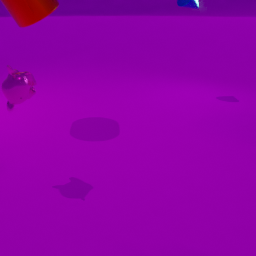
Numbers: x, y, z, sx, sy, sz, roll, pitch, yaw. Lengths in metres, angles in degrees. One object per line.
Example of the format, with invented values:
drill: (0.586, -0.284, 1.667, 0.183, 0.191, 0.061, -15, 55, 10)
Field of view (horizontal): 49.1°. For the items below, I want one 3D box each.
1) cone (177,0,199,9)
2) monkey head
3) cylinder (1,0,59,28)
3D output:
cone: (2.465, -4.782, 10.681, 0.852, 0.848, 0.848, 23, 7, -38)
monkey head: (-2.184, -0.838, 5.422, 0.730, 1.015, 0.612, 38, 41, 23)
cylinder: (-2.870, -3.776, 7.828, 1.373, 1.373, 1.373, -18, 39, 15)
